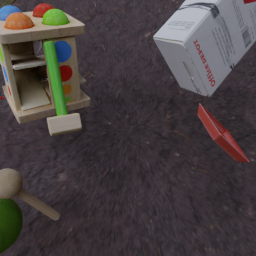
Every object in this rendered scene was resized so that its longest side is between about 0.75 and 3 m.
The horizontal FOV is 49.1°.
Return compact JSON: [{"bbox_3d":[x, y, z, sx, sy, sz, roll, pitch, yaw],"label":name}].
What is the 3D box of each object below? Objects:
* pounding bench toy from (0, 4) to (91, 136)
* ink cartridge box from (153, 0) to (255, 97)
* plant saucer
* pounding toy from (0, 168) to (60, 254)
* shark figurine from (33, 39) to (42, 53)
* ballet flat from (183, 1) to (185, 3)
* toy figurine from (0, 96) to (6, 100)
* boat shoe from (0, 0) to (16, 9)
[{"bbox_3d":[-1.614,-1.248,5.532,1.563,1.963,2.516,-17,38,-26],"label":"pounding bench toy"},{"bbox_3d":[1.778,-2.001,5.922,2.178,1.571,0.912,-50,41,-11],"label":"ink cartridge box"},{"bbox_3d":[1.892,0.134,5.741,0.206,1.125,1.122,-41,32,19],"label":"plant saucer"},{"bbox_3d":[-2.539,1.865,4.792,2.258,1.743,1.048,-27,33,2],"label":"pounding toy"},{"bbox_3d":[-2.607,-2.498,7.304,0.833,1.192,1.995,44,24,-16],"label":"shark figurine"},{"bbox_3d":[2.113,-3.490,8.373,1.143,0.364,0.385,17,47,-31],"label":"ballet flat"},{"bbox_3d":[-3.246,-0.988,6.239,1.036,0.547,0.621,6,90,11],"label":"toy figurine"},{"bbox_3d":[-2.789,-3.779,6.586,0.964,0.865,2.604,31,85,6],"label":"boat shoe"}]
